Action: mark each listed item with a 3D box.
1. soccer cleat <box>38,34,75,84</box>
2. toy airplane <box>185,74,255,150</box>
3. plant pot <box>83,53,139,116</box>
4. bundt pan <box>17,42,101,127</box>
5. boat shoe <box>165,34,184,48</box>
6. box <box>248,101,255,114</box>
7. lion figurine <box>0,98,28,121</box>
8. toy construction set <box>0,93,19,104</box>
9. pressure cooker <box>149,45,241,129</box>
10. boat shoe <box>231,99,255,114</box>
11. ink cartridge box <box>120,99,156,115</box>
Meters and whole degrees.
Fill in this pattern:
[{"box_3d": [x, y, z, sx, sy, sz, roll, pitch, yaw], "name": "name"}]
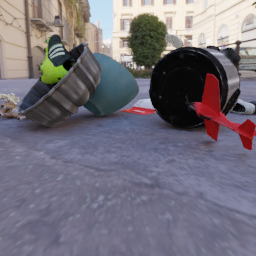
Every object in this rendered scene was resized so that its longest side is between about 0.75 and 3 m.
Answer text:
[{"box_3d": [-2.012, -2.027, 8.237, 0.935, 0.779, 2.308, 2, 44, -9], "name": "soccer cleat"}, {"box_3d": [2.004, -0.166, 5.951, 0.359, 1.950, 1.950, -43, 32, -22], "name": "toy airplane"}, {"box_3d": [-0.970, -1.378, 10.343, 2.301, 2.301, 1.550, 14, 62, 48], "name": "plant pot"}, {"box_3d": [-1.967, -1.209, 8.637, 2.969, 1.114, 2.969, -34, 29, 22], "name": "bundt pan"}, {"box_3d": [1.941, -3.526, 11.280, 0.383, 0.452, 1.241, -10, 33, -21], "name": "boat shoe"}, {"box_3d": [5.245, -0.803, 10.953, 0.894, 0.466, 0.662, -7, 14, -28], "name": "box"}, {"box_3d": [-3.811, -0.576, 9.928, 1.749, 0.634, 1.071, 17, 8, 11], "name": "lion figurine"}, {"box_3d": [-5.817, -1.280, 12.129, 1.299, 0.912, 1.981, -21, -9, 33], "name": "toy construction set"}, {"box_3d": [2.215, -1.340, 8.769, 2.399, 2.437, 2.728, 3, 13, 31], "name": "pressure cooker"}, {"box_3d": [4.310, -0.883, 11.177, 0.545, 0.534, 1.530, 0, 15, -23], "name": "boat shoe"}, {"box_3d": [0.806, -0.917, 11.641, 1.818, 0.455, 1.463, -8, 14, -39], "name": "ink cartridge box"}]
